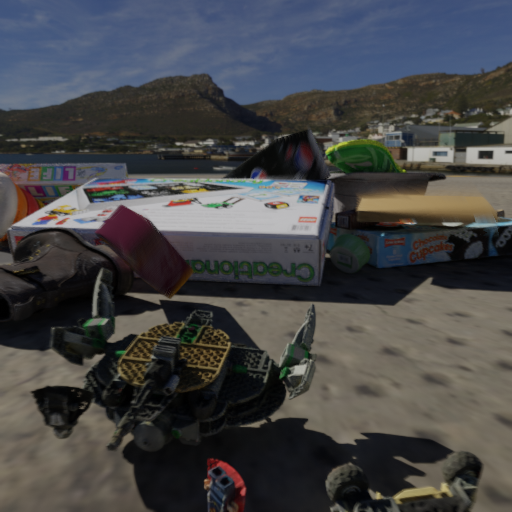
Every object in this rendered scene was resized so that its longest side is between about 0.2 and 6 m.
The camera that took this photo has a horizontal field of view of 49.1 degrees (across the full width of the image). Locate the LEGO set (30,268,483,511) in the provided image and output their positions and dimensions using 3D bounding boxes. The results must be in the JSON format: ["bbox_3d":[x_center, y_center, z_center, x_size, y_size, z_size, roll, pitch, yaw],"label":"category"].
[{"bbox_3d":[-0.272,1.008,3.457,2.012,0.878,3.099,-6,25,-20],"label":"LEGO set"}]

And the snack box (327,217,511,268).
[{"bbox_3d":[3.159,-0.356,10.415,3.252,0.603,1.889,-5,11,-19],"label":"snack box"}]

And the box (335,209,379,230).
[{"bbox_3d":[1.789,-0.661,9.867,0.760,0.285,0.380,-11,16,-36],"label":"box"}]

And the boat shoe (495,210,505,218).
[{"bbox_3d":[4.721,-0.836,13.054,1.993,0.647,0.719,3,11,15],"label":"boat shoe"}]

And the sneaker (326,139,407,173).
[{"bbox_3d":[2.616,-1.634,12.260,2.787,1.165,1.032,27,-29,-37],"label":"sneaker"}]

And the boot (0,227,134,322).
[{"bbox_3d":[-2.953,0.202,6.997,2.383,0.825,2.075,9,13,32],"label":"boot"}]

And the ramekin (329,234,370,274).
[{"bbox_3d":[1.446,-0.015,8.778,0.606,0.606,0.296,9,42,39],"label":"ramekin"}]

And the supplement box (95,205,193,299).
[{"bbox_3d":[-1.348,-0.038,6.888,0.627,0.487,1.137,29,-17,35],"label":"supplement box"}]

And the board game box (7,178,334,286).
[{"bbox_3d":[-1.162,-0.564,9.531,4.808,0.832,3.035,2,22,11],"label":"board game box"}]

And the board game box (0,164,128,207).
[{"bbox_3d":[-4.565,-1.366,13.179,3.170,0.543,2.131,-1,-24,-7],"label":"board game box"}]

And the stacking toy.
[{"bbox_3d":[-5.112,-0.831,12.251,1.552,1.552,2.124,5,-8,26],"label":"stacking toy"}]

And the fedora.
[{"bbox_3d":[2.773,-1.227,12.936,2.867,1.464,3.242,-2,10,-12],"label":"fedora"}]

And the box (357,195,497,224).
[{"bbox_3d":[2.765,-0.784,9.277,2.072,0.220,1.694,3,15,14],"label":"box"}]

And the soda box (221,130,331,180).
[{"bbox_3d":[0.130,-1.547,12.231,1.012,1.131,3.196,-24,0,-34],"label":"soda box"}]
